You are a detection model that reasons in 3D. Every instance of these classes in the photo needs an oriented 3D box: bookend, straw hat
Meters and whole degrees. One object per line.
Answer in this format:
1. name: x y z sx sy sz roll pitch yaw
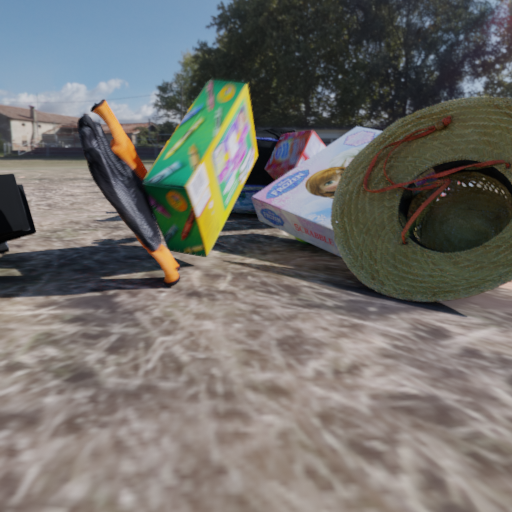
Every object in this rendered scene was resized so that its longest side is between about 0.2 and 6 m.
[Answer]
1. bookend: -4.375 -0.574 8.993 2.356 1.092 2.371 -12 5 27
2. straw hat: 3.170 -0.570 8.622 3.926 3.926 1.662 12 -26 45

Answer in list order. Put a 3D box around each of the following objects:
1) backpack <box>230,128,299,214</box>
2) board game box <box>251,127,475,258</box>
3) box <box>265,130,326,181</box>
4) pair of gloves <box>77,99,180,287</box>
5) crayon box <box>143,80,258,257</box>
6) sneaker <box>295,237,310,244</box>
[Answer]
1. backpack: -0.134 -2.455 16.196 3.016 2.422 3.296 0 13 -1
2. board game box: 2.023 -1.299 10.711 3.113 0.641 3.106 -36 37 -22
3. box: 1.386 -1.958 13.974 1.068 1.116 2.238 4 -28 44
4. pair of gloves: -1.952 -1.057 8.793 0.370 2.667 2.994 -26 23 3
5. crayon box: -0.838 -1.557 9.728 0.802 1.635 2.753 10 52 17
6. sneaker: 2.088 -0.634 11.407 2.691 1.125 0.997 -14 42 9
